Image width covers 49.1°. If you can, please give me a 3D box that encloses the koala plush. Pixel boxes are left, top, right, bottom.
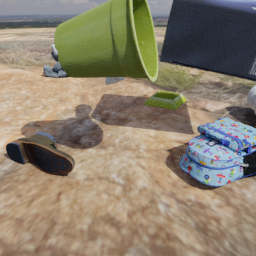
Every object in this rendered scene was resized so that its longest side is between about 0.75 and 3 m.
[{"bbox_3d":[-3.845,-4.022,16.286,1.783,1.940,1.721,12,26,23],"label":"koala plush"}]

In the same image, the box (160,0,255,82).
[{"bbox_3d":[2.575,-2.865,7.973,2.854,1.773,2.878,12,35,5],"label":"box"}]

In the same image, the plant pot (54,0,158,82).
[{"bbox_3d":[-0.516,-1.930,6.395,1.989,2.095,2.095,-8,22,18],"label":"plant pot"}]

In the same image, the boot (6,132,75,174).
[{"bbox_3d":[-2.163,0.551,7.707,2.309,0.862,1.119,11,29,27],"label":"boot"}]

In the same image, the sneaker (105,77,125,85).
[{"bbox_3d":[-0.400,-2.129,8.768,0.789,0.671,1.782,-23,45,46],"label":"sneaker"}]

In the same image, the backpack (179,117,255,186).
[{"bbox_3d":[2.275,0.625,7.120,1.827,1.229,1.668,-15,29,-26],"label":"backpack"}]

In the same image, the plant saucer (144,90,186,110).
[{"bbox_3d":[1.660,-1.290,12.277,1.475,0.353,1.473,12,28,26],"label":"plant saucer"}]

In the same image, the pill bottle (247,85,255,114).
[{"bbox_3d":[5.383,-0.716,9.736,1.423,1.423,2.532,-6,26,-13],"label":"pill bottle"}]
